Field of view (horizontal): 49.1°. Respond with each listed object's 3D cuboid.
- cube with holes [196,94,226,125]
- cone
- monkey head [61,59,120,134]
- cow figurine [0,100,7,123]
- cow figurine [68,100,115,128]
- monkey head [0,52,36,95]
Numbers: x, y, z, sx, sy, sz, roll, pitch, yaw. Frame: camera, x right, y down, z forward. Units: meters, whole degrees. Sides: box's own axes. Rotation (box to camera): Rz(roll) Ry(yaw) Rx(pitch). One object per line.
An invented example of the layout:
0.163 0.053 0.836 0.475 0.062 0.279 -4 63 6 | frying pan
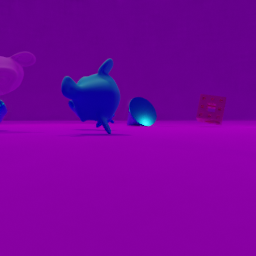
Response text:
2.984 -0.643 10.034 0.867 0.867 0.867 10 -5 19 | cube with holes
0.275 -0.388 11.355 1.282 1.282 1.287 -1 -24 -34 | cone
-0.582 -0.564 4.665 0.806 1.338 0.963 -4 -16 19 | monkey head
-3.504 -0.516 6.465 1.298 1.278 0.713 -8 -27 -14 | cow figurine
-0.892 -0.423 6.921 0.626 1.122 1.140 -37 4 -34 | cow figurine
-2.831 -1.234 5.850 1.662 1.195 1.001 -21 34 3 | monkey head
